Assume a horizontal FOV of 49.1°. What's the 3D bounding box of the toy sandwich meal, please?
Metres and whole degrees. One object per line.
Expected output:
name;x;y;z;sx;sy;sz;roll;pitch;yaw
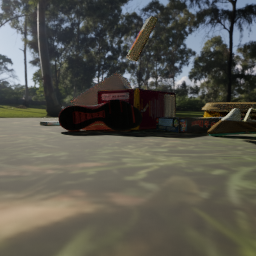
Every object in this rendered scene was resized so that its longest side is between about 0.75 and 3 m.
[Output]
toy sandwich meal;4.238;-0.454;10.888;3.040;1.041;3.040;0;6;0

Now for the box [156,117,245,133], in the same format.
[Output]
box;2.255;-0.131;8.912;2.289;0.431;1.563;-1;3;-18

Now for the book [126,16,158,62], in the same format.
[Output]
book;0.546;-3.888;12.277;0.462;1.924;1.286;27;9;-14

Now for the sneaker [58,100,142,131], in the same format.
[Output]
sneaker;-0.874;-0.407;9.155;2.630;0.969;1.141;-1;2;-6

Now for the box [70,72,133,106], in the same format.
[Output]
box;-1.027;-1.281;13.071;2.526;1.343;1.923;-28;-4;13

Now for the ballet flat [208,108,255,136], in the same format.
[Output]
ballet flat;2.816;-0.140;6.643;1.836;0.664;0.623;0;3;5

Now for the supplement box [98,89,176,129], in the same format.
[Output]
supplement box;0.413;-0.720;10.797;1.815;1.430;2.772;2;3;39

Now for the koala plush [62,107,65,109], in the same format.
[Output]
koala plush;-3.041;-0.719;14.937;1.285;1.140;1.181;7;26;42

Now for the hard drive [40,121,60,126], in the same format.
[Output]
hard drive;-3.428;-0.229;13.630;1.420;0.189;0.937;-2;3;-39
